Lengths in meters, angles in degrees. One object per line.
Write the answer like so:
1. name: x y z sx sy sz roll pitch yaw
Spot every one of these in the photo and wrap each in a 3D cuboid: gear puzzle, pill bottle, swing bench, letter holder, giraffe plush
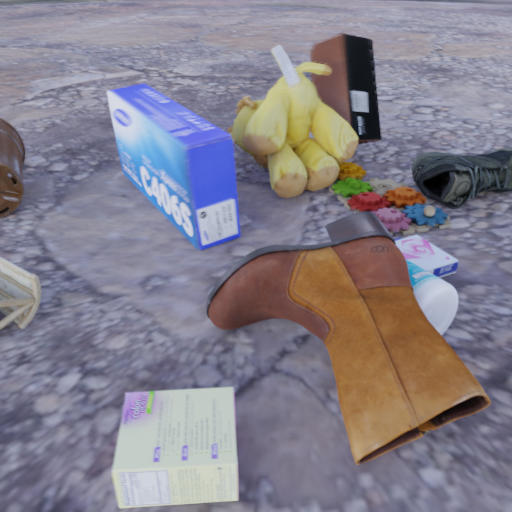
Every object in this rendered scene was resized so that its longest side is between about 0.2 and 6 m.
1. gear puzzle: 2.234 -1.220 10.267 1.524 0.385 2.943 -9 32 -15
2. pill bottle: 1.675 0.406 7.046 0.851 0.851 1.536 -18 36 -28
3. swing bench: -3.461 0.536 7.013 1.099 0.717 1.104 22 32 33
4. letter holder: 1.637 -3.358 11.782 1.046 2.081 1.479 -12 7 -44
5. giraffe plush: 0.333 -2.432 10.963 2.292 2.657 2.154 -20 7 -30

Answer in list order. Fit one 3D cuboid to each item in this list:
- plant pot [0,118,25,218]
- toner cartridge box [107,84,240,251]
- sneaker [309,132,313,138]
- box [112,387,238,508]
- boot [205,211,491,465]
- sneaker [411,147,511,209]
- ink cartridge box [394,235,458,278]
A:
1. plant pot: -4.768 -1.479 9.799 1.541 1.541 1.526 -13 41 -21
2. toner cartridge box: -1.523 -1.692 9.721 0.794 1.747 3.677 -19 35 -24
3. sneaker: 0.853 -2.499 12.291 0.905 0.710 1.822 -14 42 -34
4. box: -0.703 1.730 5.139 1.053 0.509 0.926 -2 30 -4
5. boot: 0.765 1.007 6.123 2.483 0.903 2.638 -21 50 3
6. sneaker: 4.030 -1.361 10.065 2.346 0.897 1.344 3 32 11
7. ink cartridge box: 2.097 0.017 8.291 1.216 0.268 1.239 -15 35 -25
